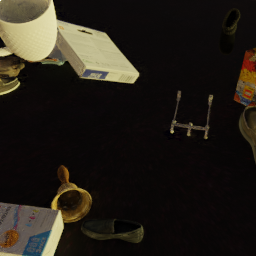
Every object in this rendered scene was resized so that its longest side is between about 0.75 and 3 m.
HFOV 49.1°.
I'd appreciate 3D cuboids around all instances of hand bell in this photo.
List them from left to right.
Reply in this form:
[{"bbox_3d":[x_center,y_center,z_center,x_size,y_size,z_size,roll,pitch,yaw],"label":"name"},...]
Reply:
[{"bbox_3d":[-1.433,1.294,6.446,0.839,0.839,1.612,-13,27,-17],"label":"hand bell"}]

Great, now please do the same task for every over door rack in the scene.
[{"bbox_3d":[1.970,-0.384,8.625,1.109,0.500,1.502,9,58,13],"label":"over door rack"}]

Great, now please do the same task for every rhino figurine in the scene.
[{"bbox_3d":[-5.661,-2.611,11.433,2.996,0.896,1.310,6,36,10],"label":"rhino figurine"}]

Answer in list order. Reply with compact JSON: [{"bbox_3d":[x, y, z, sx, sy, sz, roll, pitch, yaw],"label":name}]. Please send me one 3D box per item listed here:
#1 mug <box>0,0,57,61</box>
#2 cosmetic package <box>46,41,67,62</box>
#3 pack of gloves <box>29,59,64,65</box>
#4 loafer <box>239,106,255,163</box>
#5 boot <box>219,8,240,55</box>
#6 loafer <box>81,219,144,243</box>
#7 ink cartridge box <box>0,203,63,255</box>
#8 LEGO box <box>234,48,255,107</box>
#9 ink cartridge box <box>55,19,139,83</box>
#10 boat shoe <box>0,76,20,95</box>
[{"bbox_3d":[-1.868,-1.669,4.768,1.342,1.176,0.990,-29,74,-16],"label":"mug"},{"bbox_3d":[-3.259,-3.796,12.844,2.429,0.865,1.232,25,43,38],"label":"cosmetic package"},{"bbox_3d":[-2.436,-2.555,11.388,2.372,0.557,2.823,-4,14,-3],"label":"pack of gloves"},{"bbox_3d":[3.826,0.104,7.692,1.017,0.942,2.705,2,37,3],"label":"loafer"},{"bbox_3d":[3.221,-3.040,8.945,0.494,1.312,0.981,2,8,11],"label":"boot"},{"bbox_3d":[-0.312,1.976,5.582,1.266,0.444,0.430,5,37,7],"label":"loafer"},{"bbox_3d":[-2.267,2.047,5.358,1.767,0.600,1.017,5,37,6],"label":"ink cartridge box"},{"bbox_3d":[5.024,-1.928,9.690,2.466,1.836,0.951,-22,41,-27],"label":"LEGO box"},{"bbox_3d":[-0.911,-2.035,7.576,1.957,0.398,1.960,-4,51,-47],"label":"ink cartridge box"},{"bbox_3d":[-4.926,-1.535,10.199,0.709,0.599,1.990,29,45,33],"label":"boat shoe"}]
